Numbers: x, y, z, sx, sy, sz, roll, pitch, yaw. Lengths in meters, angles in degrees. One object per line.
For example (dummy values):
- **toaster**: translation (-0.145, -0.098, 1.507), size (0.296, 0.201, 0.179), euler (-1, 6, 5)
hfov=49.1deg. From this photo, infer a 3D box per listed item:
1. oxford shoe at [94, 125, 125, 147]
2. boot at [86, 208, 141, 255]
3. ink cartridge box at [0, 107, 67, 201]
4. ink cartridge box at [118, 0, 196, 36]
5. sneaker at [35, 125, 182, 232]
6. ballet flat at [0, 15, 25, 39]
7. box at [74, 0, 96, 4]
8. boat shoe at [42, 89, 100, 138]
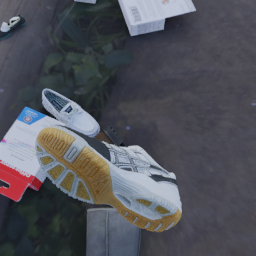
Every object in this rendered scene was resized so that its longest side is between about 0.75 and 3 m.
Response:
- **oxford shoe**: translation (-0.217, 1.145, 7.799), size (1.057, 0.910, 2.505), euler (-36, 61, -8)
- **boot**: translation (-0.883, 3.396, 6.641), size (2.613, 1.043, 2.873), euler (3, 72, -14)
- **ink cartridge box**: translation (-2.862, 0.773, 7.935), size (1.400, 0.810, 2.409), euler (23, 68, 10)
- **ink cartridge box**: translation (0.910, -4.937, 10.601), size (2.433, 0.617, 2.761), euler (-14, 67, -5)
- **sneaker**: translation (-0.301, 0.774, 5.342), size (2.982, 1.128, 1.307), euler (35, 34, -14)
- **ballet flat**: translation (-4.300, -3.733, 10.189), size (0.404, 0.406, 1.187), euler (39, 71, 18)
- **box**: translation (-1.616, -5.386, 10.674), size (0.873, 0.877, 0.751), euler (9, 63, 4)
- **boat shoe**: translation (-1.821, -0.430, 8.519), size (2.158, 0.720, 0.794), euler (30, 68, 13)
